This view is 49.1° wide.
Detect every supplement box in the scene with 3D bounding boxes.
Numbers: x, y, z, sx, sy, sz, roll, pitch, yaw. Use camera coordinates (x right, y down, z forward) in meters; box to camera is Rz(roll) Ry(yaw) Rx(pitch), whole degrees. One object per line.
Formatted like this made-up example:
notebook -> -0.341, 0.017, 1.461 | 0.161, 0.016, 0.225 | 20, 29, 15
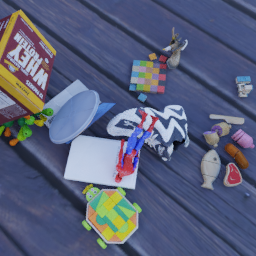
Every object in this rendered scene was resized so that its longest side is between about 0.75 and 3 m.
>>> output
supplement box -> -4.385, -1.843, 9.428 | 2.928, 1.944, 2.888 | -14, 53, 21

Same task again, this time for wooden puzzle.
wooden puzzle -> 0.827, -2.093, 11.328 | 1.387, 0.164, 2.338 | 6, 68, 3

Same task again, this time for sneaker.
sneaker -> 0.800, 0.329, 9.777 | 2.877, 1.148, 1.872 | -6, 59, -13

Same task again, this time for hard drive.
hard drive -> -0.866, 1.170, 9.893 | 2.443, 0.326, 1.612 | 8, 68, 3

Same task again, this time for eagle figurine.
eagle figurine -> 1.935, -3.172, 11.356 | 1.045, 1.051, 1.385 | -29, 46, 23

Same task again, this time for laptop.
laptop -> -1.965, -0.700, 10.107 | 2.172, 1.344, 2.320 | -41, 76, -16

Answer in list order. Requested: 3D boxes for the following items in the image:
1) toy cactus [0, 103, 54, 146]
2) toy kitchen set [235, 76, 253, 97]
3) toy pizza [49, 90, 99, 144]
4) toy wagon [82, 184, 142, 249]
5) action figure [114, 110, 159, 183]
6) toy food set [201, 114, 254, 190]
toy cactus -> -3.966, -0.466, 10.219 | 2.344, 1.198, 1.934 | -30, 56, 5
toy kitchen set -> 4.625, -1.718, 10.871 | 0.533, 0.725, 0.905 | -1, 68, 0
toy pizza -> -1.815, -0.370, 9.679 | 2.262, 0.358, 2.262 | -26, 41, 24
toy wagon -> -0.701, 2.715, 9.194 | 1.696, 0.433, 2.186 | -42, 74, -16
action figure -> 0.150, 0.678, 9.232 | 0.653, 0.826, 2.525 | 28, 96, 51
toy food set -> 3.584, 0.798, 9.975 | 1.823, 0.452, 2.868 | 7, 68, 3
